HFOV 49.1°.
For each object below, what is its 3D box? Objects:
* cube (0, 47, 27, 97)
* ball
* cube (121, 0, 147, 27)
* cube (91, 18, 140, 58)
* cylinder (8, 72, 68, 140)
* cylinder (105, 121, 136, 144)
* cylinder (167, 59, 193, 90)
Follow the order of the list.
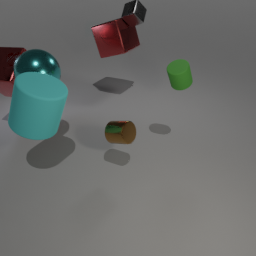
[{"bbox_3d":[-4.271,-2.047,10.500,1.400,1.400,1.400,7,72,19],"label":"cube"},{"bbox_3d":[-2.806,-1.737,8.723,1.400,1.400,1.400,0,32,0],"label":"ball"},{"bbox_3d":[0.257,-4.798,11.725,0.700,0.700,0.700,0,-19,41],"label":"cube"},{"bbox_3d":[-0.520,-4.083,12.519,1.400,1.400,1.400,-1,27,35],"label":"cube"},{"bbox_3d":[-2.524,-0.621,7.840,1.400,1.400,1.400,17,32,-11],"label":"cylinder"},{"bbox_3d":[-0.224,0.132,8.455,0.700,0.700,0.700,1,27,38],"label":"cylinder"},{"bbox_3d":[1.618,-1.657,8.744,0.700,0.700,0.700,-12,49,14],"label":"cylinder"}]
